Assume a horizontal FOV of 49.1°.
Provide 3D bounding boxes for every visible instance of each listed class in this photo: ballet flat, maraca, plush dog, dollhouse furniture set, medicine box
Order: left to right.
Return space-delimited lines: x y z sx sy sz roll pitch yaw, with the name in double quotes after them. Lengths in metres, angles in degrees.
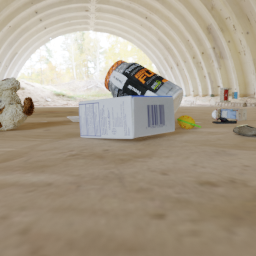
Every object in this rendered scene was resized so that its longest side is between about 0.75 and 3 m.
-4.088 -0.480 9.217 2.122 1.702 1.822 -35 38 -27 "plush dog"
-0.037 -0.295 7.257 1.879 0.967 1.711 0 5 42 "medicine box"
2.054 -0.168 9.465 0.867 0.464 0.594 23 10 41 "maraca"
5.101 -1.188 13.818 1.138 1.614 1.131 5 7 42 "dollhouse furniture set"
3.564 0.047 7.280 0.596 0.410 1.768 -4 7 -34 "ballet flat"

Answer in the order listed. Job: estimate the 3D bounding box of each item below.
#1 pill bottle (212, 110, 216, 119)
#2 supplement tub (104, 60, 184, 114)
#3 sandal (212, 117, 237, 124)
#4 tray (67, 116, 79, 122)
4.694 -0.705 14.707 0.491 0.491 0.873 3 6 29 "pill bottle"
0.454 -1.145 8.787 2.286 1.401 1.401 33 18 19 "supplement tub"
4.063 -0.319 11.843 1.118 0.268 0.420 -2 6 -15 "sandal"
-1.831 -0.443 13.378 2.036 0.226 1.093 -2 7 -20 "tray"
